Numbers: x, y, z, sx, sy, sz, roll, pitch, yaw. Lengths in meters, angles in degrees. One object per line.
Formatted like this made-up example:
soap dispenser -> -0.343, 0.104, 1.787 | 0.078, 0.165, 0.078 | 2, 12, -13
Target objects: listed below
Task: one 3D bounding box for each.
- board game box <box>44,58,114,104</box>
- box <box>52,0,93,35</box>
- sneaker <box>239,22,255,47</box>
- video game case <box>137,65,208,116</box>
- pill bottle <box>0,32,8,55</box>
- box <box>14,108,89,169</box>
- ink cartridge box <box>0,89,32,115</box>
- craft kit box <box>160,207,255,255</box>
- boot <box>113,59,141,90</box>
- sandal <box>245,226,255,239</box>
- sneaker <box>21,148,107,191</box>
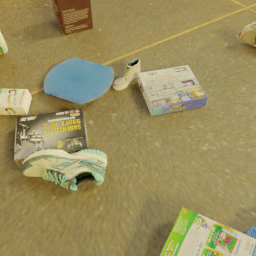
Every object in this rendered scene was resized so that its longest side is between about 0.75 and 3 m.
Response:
board game box -> -1.760, -1.597, 10.202 | 2.554, 0.497, 2.018 | 18, 57, 21
box -> -2.516, -5.404, 12.524 | 1.449, 1.746, 1.434 | -19, 53, -16
sneaker -> 5.983, -3.582, 11.442 | 2.778, 1.081, 1.141 | 15, 53, 13
video game case -> 1.523, -1.378, 9.996 | 2.009, 0.456, 1.821 | -11, 51, -9
pill bottle -> -6.147, -3.212, 10.968 | 2.368, 1.335, 1.335 | -28, 56, -21
box -> -2.317, 0.275, 8.583 | 2.105, 0.509, 1.667 | -9, 50, -7
ink cartridge box -> -3.971, -0.894, 9.541 | 1.126, 0.473, 0.815 | 1, 57, 0
craft kit box -> 1.654, 2.915, 5.999 | 1.839, 0.452, 1.862 | 21, 58, 24
boot -> -0.055, -2.034, 10.395 | 0.532, 0.691, 1.445 | 30, 56, 22
sandal -> 3.566, 2.478, 6.645 | 1.593, 0.694, 0.633 | -11, 53, -7
sneaker -> -1.743, 1.165, 7.607 | 2.367, 0.919, 1.022 | -4, 53, -3
